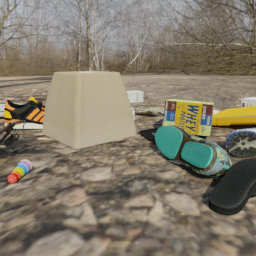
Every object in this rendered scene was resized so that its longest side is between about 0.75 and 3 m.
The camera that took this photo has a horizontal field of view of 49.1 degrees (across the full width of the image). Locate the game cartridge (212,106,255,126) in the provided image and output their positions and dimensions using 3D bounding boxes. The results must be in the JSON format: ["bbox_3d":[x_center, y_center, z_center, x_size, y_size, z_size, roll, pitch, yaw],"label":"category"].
[{"bbox_3d":[4.761,-0.507,11.203,2.343,0.431,2.658,-17,9,-43],"label":"game cartridge"}]

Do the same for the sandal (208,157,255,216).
[{"bbox_3d":[2.254,1.145,5.538,2.029,0.486,0.763,-26,28,-35],"label":"sandal"}]

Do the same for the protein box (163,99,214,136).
[{"bbox_3d":[2.189,-0.421,10.005,1.588,1.071,1.576,7,9,17],"label":"protein box"}]

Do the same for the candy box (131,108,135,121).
[{"bbox_3d":[-0.559,-0.640,12.483,1.497,0.535,1.256,-3,14,-11],"label":"candy box"}]

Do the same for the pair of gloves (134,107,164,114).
[{"bbox_3d":[1.374,-0.823,13.672,1.954,0.343,1.662,-6,9,-42],"label":"pair of gloves"}]

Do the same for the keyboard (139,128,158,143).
[{"bbox_3d":[1.049,0.269,9.531,0.924,0.197,1.539,-10,17,-17],"label":"keyboard"}]

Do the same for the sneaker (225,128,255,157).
[{"bbox_3d":[3.997,0.306,7.892,2.448,0.943,1.043,3,10,12],"label":"sneaker"}]

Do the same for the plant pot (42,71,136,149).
[{"bbox_3d":[-1.410,-0.844,9.792,2.509,2.224,2.512,-12,17,-39],"label":"plant pot"}]

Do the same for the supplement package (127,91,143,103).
[{"bbox_3d":[0.318,-1.966,17.631,1.157,0.677,0.679,-8,16,-29],"label":"supplement package"}]

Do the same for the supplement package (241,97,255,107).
[{"bbox_3d":[6.220,-0.925,12.975,1.185,0.843,1.521,-10,16,-38],"label":"supplement package"}]

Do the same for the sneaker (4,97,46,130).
[{"bbox_3d":[-3.423,-0.613,10.910,2.716,1.222,0.950,-2,14,-10],"label":"sneaker"}]

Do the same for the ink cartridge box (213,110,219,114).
[{"bbox_3d":[2.991,-0.633,12.628,1.821,0.437,1.325,-5,15,-33],"label":"ink cartridge box"}]

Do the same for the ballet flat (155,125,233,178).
[{"bbox_3d":[1.599,0.603,7.107,0.998,0.998,2.688,-5,16,-19],"label":"ballet flat"}]

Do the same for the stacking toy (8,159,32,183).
[{"bbox_3d":[-2.472,1.005,6.324,0.325,0.325,0.761,2,19,8],"label":"stacking toy"}]

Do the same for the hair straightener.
[{"bbox_3d":[-3.231,0.333,7.393,1.668,0.642,0.341,-33,20,17],"label":"hair straightener"}]

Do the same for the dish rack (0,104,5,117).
[{"bbox_3d":[-6.058,-0.759,13.086,2.260,0.492,1.939,-3,13,-13],"label":"dish rack"}]
